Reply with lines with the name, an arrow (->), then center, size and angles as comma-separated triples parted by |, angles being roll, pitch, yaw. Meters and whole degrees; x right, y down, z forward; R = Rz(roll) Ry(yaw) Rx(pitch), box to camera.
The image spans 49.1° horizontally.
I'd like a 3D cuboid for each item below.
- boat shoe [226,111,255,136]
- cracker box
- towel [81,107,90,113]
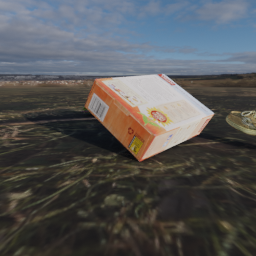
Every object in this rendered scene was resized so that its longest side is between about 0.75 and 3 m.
boat shoe -> 2.858, -0.106, 5.742 | 0.658, 0.568, 1.804 | -7, 22, -30
cracker box -> 0.561, -0.387, 6.108 | 1.687, 0.726, 2.518 | 44, 35, 24
towel -> -0.432, -0.854, 11.277 | 2.433, 0.277, 1.747 | -4, 1, 28
